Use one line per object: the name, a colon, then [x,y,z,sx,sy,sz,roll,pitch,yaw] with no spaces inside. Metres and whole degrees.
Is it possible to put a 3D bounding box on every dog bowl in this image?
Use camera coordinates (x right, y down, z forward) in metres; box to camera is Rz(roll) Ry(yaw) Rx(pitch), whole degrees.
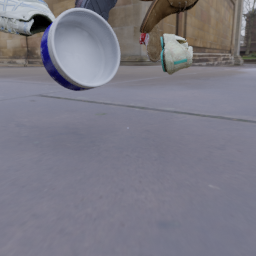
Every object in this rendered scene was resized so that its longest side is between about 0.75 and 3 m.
dog bowl: [-1.053,-1.732,6.371,1.733,1.733,0.683,-12,4,-37]

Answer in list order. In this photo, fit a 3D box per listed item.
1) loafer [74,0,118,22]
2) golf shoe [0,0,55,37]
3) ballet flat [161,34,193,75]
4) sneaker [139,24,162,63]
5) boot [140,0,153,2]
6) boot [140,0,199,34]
loafer: [-1.121,-3.846,8.812,0.940,1.073,2.985,-1,43,23]
golf shoe: [-3.199,-3.016,7.620,2.670,1.045,1.298,-21,55,-36]
ballet flat: [1.350,-2.078,7.756,0.826,0.894,2.650,-11,28,12]
sneaker: [0.809,-2.944,9.988,0.597,1.677,0.943,-1,-15,-11]
boot: [0.991,-4.809,10.036,1.715,0.631,0.647,11,5,12]
boot: [0.998,-2.677,5.961,0.714,1.891,0.696,40,1,-2]
